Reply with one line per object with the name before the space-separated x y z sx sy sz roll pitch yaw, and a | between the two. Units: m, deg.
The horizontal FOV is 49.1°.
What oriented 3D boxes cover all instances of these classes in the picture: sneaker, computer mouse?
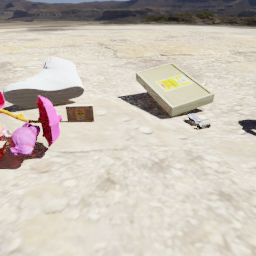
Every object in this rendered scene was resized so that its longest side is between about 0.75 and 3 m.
sneaker | -3.305 -1.842 10.761 2.911 1.072 1.682 -9 61 -23
computer mouse | 2.267 -0.213 9.156 0.483 0.193 0.881 -11 31 -20

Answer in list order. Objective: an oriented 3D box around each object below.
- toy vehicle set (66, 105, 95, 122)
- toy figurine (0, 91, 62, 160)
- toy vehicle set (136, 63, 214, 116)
toy vehicle set | -1.572 -0.484 9.252 0.910 0.565 0.121 -1 24 1
toy figurine | -3.052 -0.041 7.068 2.580 2.105 2.803 11 48 4
toy vehicle set | 1.693 -1.590 10.731 1.774 0.378 2.855 -18 41 -17
